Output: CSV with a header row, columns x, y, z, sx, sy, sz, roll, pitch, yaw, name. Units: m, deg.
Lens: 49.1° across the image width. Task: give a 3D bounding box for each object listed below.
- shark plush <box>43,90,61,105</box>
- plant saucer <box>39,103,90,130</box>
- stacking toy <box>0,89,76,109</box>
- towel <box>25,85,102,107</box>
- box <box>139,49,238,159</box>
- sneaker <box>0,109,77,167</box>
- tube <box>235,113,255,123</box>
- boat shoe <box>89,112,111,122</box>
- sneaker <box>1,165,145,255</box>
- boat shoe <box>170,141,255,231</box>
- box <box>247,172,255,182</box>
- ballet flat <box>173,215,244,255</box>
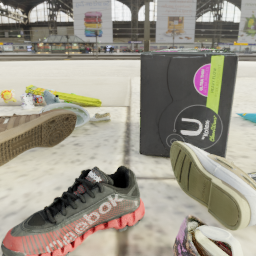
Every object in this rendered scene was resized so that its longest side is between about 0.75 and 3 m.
x,y,z,sx,sy,sz,roll,pitch,yaw,name
-2.443,-0.785,9.370,0.809,0.741,1.780,-8,18,-26,shark plush
-1.780,-0.246,7.883,1.393,0.350,1.393,8,31,-5,plant saucer
-3.647,-1.337,11.559,2.519,0.592,1.899,-14,22,-42,stacking toy
-2.439,-1.291,10.909,2.835,0.256,1.220,10,15,-12,towel
1.468,-0.753,6.687,1.829,2.186,2.943,5,17,16,box
-2.266,-0.029,6.044,1.002,0.934,2.652,32,31,22,sneaker
3.937,-0.309,8.581,0.552,0.359,1.427,9,9,-15,tube
-0.929,-0.327,8.558,0.833,0.285,0.311,-5,12,-26,boat shoe
-0.576,0.929,3.315,1.802,0.880,0.637,-13,23,-32,sneaker
1.298,0.779,4.263,0.654,0.714,1.911,-4,27,-20,boat shoe
2.628,0.942,4.208,1.386,0.340,1.117,-6,19,-19,box
0.989,1.315,2.488,0.572,0.589,1.656,-9,19,-27,ballet flat
